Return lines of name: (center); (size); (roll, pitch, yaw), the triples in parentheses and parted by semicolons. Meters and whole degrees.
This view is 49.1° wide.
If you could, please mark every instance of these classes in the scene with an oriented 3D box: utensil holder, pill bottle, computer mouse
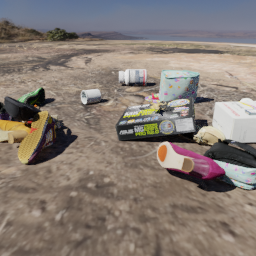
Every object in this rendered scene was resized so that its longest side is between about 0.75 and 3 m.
utensil holder: (-1.940, -1.661, 14.730); (0.849, 0.721, 0.721); (-11, 25, -32)
pill bottle: (0.305, -3.277, 18.183); (1.767, 1.057, 1.057); (0, 22, -1)
computer mouse: (-3.440, -0.359, 10.393); (1.882, 0.617, 2.680); (29, -2, 2)

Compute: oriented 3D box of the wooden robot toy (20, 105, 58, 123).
wooden robot toy: (-3.875, -0.582, 12.023); (1.679, 0.762, 0.740); (2, 22, 7)

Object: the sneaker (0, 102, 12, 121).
sneaker: (-5.504, -0.754, 12.072); (0.892, 1.032, 2.357); (-12, 25, -27)

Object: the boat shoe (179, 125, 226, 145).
boat shoe: (2.622, 0.296, 10.058); (0.623, 0.692, 1.919); (-27, 27, -25)

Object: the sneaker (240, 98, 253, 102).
sneaker: (5.938, -0.826, 12.831); (0.845, 0.742, 2.109); (-26, 27, -33)

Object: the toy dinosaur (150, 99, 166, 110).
toy dinosaur: (1.125, -0.787, 10.399); (0.579, 0.333, 1.145); (-10, 25, -5)

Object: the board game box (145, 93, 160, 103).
board game box: (1.831, -1.808, 15.532); (1.445, 0.356, 1.829); (19, 29, 38)

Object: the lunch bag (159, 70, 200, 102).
lunch bag: (2.680, -2.091, 14.466); (1.958, 1.668, 1.194); (-2, 30, -6)

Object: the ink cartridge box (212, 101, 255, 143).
ink cartridge box: (4.808, -0.262, 10.798); (2.526, 1.105, 1.836); (-3, 23, -4)

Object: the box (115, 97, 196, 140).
box: (1.153, -0.396, 10.975); (2.887, 0.639, 2.313); (-7, 21, 15)

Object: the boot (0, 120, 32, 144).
boot: (-4.136, 0.073, 10.666); (2.188, 0.770, 1.567); (17, 20, 36)

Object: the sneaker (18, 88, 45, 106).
sneaker: (-4.975, -1.605, 14.472); (0.863, 0.790, 2.025); (7, 24, 17)

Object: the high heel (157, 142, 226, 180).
high heel: (1.644, 0.953, 7.860); (1.079, 0.757, 2.244); (15, 7, -21)

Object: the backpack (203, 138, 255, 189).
backpack: (3.000, 1.020, 7.862); (1.537, 0.973, 1.282); (16, 37, 33)

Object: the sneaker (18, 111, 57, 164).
sneaker: (-2.929, 0.448, 9.546); (0.816, 0.981, 2.176); (-9, 45, 21)
